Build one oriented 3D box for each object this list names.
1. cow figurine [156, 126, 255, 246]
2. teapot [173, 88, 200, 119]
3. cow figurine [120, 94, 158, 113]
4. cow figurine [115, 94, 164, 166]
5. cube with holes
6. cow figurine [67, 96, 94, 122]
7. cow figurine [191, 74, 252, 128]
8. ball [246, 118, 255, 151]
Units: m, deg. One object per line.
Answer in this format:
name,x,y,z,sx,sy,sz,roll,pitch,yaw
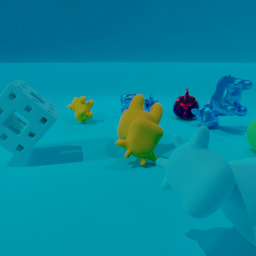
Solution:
cow figurine,1.077,0.552,2.826,1.426,0.795,1.449,37,23,20
teapot,1.836,-0.738,8.820,0.847,0.667,1.362,3,40,13
cow figurine,0.382,-0.847,9.676,1.278,0.713,1.299,-5,21,2
cow figurine,0.181,0.106,5.667,0.863,1.548,1.573,25,-29,-11
cube with holes,-2.005,-0.198,5.267,0.971,0.971,0.971,41,4,-17
cow figurine,-1.452,-0.542,8.495,0.554,1.010,0.994,23,-41,-33
cow figurine,2.416,-0.696,7.437,0.821,1.496,1.472,1,13,-33
ball,2.831,0.133,5.664,0.803,0.803,0.803,0,14,0
